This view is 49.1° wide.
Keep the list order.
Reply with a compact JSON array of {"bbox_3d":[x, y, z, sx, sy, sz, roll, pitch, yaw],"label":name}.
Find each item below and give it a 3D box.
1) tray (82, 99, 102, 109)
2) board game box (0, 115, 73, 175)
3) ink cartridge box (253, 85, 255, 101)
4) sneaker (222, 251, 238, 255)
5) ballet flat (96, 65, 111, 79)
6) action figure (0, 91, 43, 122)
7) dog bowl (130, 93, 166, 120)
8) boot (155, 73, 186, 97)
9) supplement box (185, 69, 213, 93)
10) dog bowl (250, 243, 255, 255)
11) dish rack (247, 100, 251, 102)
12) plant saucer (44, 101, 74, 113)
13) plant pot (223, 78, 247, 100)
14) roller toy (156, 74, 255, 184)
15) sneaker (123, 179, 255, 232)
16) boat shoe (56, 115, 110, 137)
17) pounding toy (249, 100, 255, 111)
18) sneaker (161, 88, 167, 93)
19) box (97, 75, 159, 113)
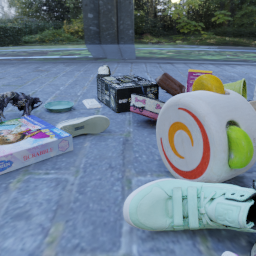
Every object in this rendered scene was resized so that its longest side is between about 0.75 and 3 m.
[{"bbox_3d":[-1.767,-1.217,13.675,0.716,0.148,1.334,-8,22,-18],"label":"tray"},{"bbox_3d":[-3.623,0.426,8.801,2.725,0.562,2.731,-19,28,-40],"label":"board game box"},{"bbox_3d":[7.304,-1.820,13.680,1.748,1.264,1.270,-3,21,-8],"label":"ink cartridge box"},{"bbox_3d":[1.558,2.543,3.390,1.009,0.758,2.026,-27,28,-10],"label":"sneaker"},{"bbox_3d":[-1.679,-3.798,19.285,0.930,0.935,2.734,2,21,-1],"label":"ballet flat"},{"bbox_3d":[-4.614,-0.798,10.935,1.712,1.470,2.881,2,-7,28],"label":"action figure"},{"bbox_3d":[0.913,-0.730,10.837,1.859,0.685,1.859,18,1,0],"label":"dog bowl"},{"bbox_3d":[2.542,-1.871,12.951,2.523,0.810,2.352,34,31,7],"label":"boot"},{"bbox_3d":[2.783,-1.228,11.103,0.997,1.265,1.932,6,49,7],"label":"supplement box"},{"bbox_3d":[2.810,2.089,4.497,1.503,0.554,1.503,0,22,0],"label":"dog bowl"},{"bbox_3d":[5.577,-0.641,11.564,1.540,0.548,2.008,5,24,2],"label":"dish rack"},{"bbox_3d":[-3.159,-0.968,12.889,1.358,0.244,1.358,0,20,0],"label":"plant saucer"},{"bbox_3d":[4.471,-1.408,12.545,1.418,1.543,1.543,2,19,31],"label":"plant pot"},{"bbox_3d":[1.964,0.179,6.972,1.748,2.282,2.501,-12,57,-30],"label":"roller toy"},{"bbox_3d":[1.290,1.383,5.021,2.627,0.967,1.549,-3,-8,-12],"label":"sneaker"},{"bbox_3d":[-1.642,-0.137,10.105,1.956,0.682,0.697,-12,26,-24],"label":"boat shoe"},{"bbox_3d":[3.154,-0.406,9.541,1.692,1.306,1.837,-14,2,-32],"label":"pounding toy"},{"bbox_3d":[2.363,-2.560,16.197,0.729,0.853,1.936,-5,23,-16],"label":"sneaker"},{"bbox_3d":[-0.077,-1.757,13.648,2.191,1.152,2.676,-10,23,-24],"label":"box"}]
